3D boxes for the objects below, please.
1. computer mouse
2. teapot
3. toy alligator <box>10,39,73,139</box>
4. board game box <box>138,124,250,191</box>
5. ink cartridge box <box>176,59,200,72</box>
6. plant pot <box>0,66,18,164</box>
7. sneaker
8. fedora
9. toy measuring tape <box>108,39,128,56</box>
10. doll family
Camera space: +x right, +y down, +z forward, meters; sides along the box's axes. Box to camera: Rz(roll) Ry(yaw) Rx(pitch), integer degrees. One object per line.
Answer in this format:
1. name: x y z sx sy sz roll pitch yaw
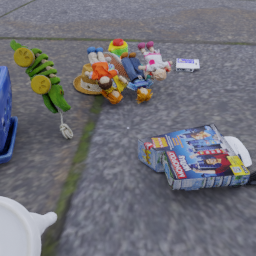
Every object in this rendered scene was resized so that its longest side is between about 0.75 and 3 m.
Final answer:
1. computer mouse: 2.567 0.669 6.636 0.943 0.377 1.720 -7 36 -5
2. teapot: -2.169 1.911 4.256 1.733 1.265 1.710 16 64 -7
3. toy alligator: -2.013 -1.106 7.282 0.701 2.918 0.967 -30 8 5
4. board game box: 1.277 0.696 6.285 2.008 0.620 2.009 -5 30 -2
5. ink cartridge box: 2.386 -2.514 11.215 0.905 0.196 0.897 4 36 9
6. plant pot: -3.716 -0.165 6.547 2.025 1.820 2.025 -9 37 -10
7. sneaker: -0.097 -2.196 10.303 2.170 0.775 0.867 30 24 25
8. fedora: -1.082 -1.823 9.818 1.765 0.720 1.765 0 35 0
9. toy measuring tape: -0.415 -3.079 11.575 0.829 0.829 2.254 2 42 3
10. doll family: -0.004 -1.617 9.000 2.824 1.273 1.753 -12 65 -17
